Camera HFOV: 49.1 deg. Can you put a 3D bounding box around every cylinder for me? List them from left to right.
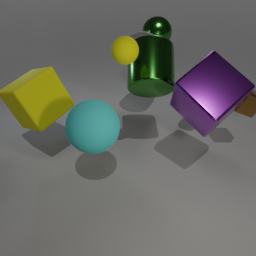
[{"bbox_3d":[0.613,-2.767,10.632,1.400,1.400,1.400,8,3,13],"label":"cylinder"},{"bbox_3d":[0.690,-1.804,8.425,1.400,1.400,1.400,1,75,2],"label":"cylinder"}]

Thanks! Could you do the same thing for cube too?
[{"bbox_3d":[-2.817,-0.897,8.642,1.400,1.400,1.400,7,43,48],"label":"cube"},{"bbox_3d":[2.147,-0.855,7.451,1.400,1.400,1.400,-41,75,-10],"label":"cube"},{"bbox_3d":[3.728,-0.869,8.887,0.700,0.700,0.700,16,32,-22],"label":"cube"}]

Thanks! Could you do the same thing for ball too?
[{"bbox_3d":[-0.912,-0.034,7.240,1.400,1.400,1.400,0,33,0],"label":"ball"},{"bbox_3d":[-0.078,-1.954,7.055,0.700,0.700,0.700,0,33,0],"label":"ball"},{"bbox_3d":[1.358,-4.503,13.164,1.400,1.400,1.400,0,33,0],"label":"ball"}]
